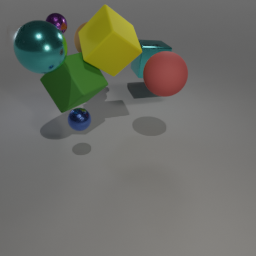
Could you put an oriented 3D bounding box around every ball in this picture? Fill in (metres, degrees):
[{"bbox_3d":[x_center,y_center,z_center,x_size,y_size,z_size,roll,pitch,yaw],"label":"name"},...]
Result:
[{"bbox_3d":[-1.448,-0.256,8.360,0.700,0.700,0.700,0,31,0],"label":"ball"},{"bbox_3d":[-1.378,-3.385,10.846,1.400,1.400,1.400,0,31,0],"label":"ball"},{"bbox_3d":[-2.354,-2.175,7.589,1.400,1.400,1.400,0,31,0],"label":"ball"},{"bbox_3d":[-2.331,-3.370,9.112,0.700,0.700,0.700,0,31,0],"label":"ball"},{"bbox_3d":[1.172,-1.688,8.806,1.400,1.400,1.400,0,31,0],"label":"ball"}]

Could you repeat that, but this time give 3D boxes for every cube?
[{"bbox_3d":[-1.839,-1.590,9.645,1.400,1.400,1.400,-30,3,40],"label":"cube"},{"bbox_3d":[-0.616,-2.868,9.356,1.400,1.400,1.400,21,44,-44],"label":"cube"},{"bbox_3d":[1.015,-3.149,12.746,1.400,1.400,1.400,-2,30,-15],"label":"cube"}]
